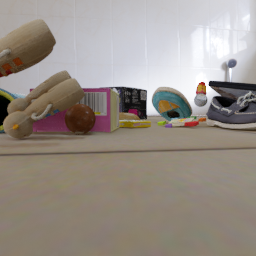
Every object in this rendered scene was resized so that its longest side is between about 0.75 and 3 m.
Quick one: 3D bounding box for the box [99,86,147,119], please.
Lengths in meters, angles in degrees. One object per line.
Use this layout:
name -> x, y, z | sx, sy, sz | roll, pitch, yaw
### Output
box -> -0.205, -1.251, 14.442 | 1.461, 1.683, 2.547 | 2, 4, 31

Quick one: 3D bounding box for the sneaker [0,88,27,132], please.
sneaker -> -3.317, -0.436, 5.698 | 2.680, 1.066, 1.749 | -1, 2, -8

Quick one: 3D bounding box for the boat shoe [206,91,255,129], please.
boat shoe -> 2.794, -0.456, 7.039 | 1.065, 0.919, 2.930 | 1, 3, -8

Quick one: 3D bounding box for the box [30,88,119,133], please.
box -> -1.067, -0.398, 6.325 | 1.623, 0.892, 1.845 | 0, 3, 4

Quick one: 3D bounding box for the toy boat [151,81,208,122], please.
toy boat -> 1.829, -0.876, 9.793 | 2.089, 0.971, 1.756 | -24, -49, 40

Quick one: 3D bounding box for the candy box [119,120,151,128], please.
candy box -> -0.151, -0.125, 7.729 | 1.456, 0.192, 0.744 | 3, 6, 45

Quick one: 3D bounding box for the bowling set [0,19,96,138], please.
bowling set -> -1.592, -0.442, 4.546 | 1.600, 2.074, 2.981 | -33, 21, -7

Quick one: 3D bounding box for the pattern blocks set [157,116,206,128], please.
pattern blocks set -> 1.501, -0.158, 7.880 | 1.342, 0.124, 1.526 | -4, 8, 28

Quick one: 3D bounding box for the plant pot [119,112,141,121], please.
plant pot -> -0.522, -0.316, 9.028 | 1.886, 0.259, 1.886 | 1, -2, 0

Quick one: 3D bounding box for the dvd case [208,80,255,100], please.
dvd case -> 3.559, -0.768, 8.012 | 2.314, 0.203, 1.651 | 23, -3, -40
